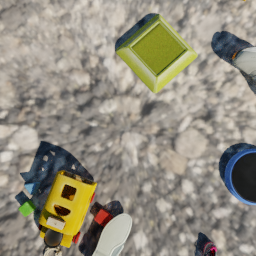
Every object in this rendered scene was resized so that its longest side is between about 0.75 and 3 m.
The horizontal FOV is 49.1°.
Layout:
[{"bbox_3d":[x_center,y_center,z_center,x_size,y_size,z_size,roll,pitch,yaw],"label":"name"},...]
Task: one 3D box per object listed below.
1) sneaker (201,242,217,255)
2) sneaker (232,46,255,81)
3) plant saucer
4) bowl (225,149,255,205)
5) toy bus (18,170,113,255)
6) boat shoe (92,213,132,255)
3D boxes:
[{"bbox_3d":[1.902,3.182,6.711,0.341,0.316,0.847,14,85,1],"label":"sneaker"},{"bbox_3d":[3.713,-0.991,6.790,2.698,1.021,1.241,26,89,4],"label":"sneaker"},{"bbox_3d":[0.750,-1.970,7.159,1.575,0.377,1.572,-42,86,-3],"label":"plant saucer"},{"bbox_3d":[3.127,1.208,6.917,1.385,0.272,1.385,0,85,0],"label":"bowl"},{"bbox_3d":[-1.506,2.011,6.440,1.956,1.071,2.072,-26,85,-2],"label":"toy bus"},{"bbox_3d":[-0.382,2.759,6.704,0.575,0.488,1.578,28,82,23],"label":"boat shoe"}]
